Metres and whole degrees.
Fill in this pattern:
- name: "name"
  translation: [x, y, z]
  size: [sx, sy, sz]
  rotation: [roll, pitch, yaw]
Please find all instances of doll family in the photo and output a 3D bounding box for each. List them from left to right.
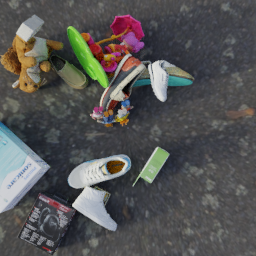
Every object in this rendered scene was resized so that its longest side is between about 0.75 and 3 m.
- name: "doll family"
  translation: [-0.564, -0.406, 10.781]
  size: [1.697, 1.053, 0.765]
  rotation: [-12, 72, -7]

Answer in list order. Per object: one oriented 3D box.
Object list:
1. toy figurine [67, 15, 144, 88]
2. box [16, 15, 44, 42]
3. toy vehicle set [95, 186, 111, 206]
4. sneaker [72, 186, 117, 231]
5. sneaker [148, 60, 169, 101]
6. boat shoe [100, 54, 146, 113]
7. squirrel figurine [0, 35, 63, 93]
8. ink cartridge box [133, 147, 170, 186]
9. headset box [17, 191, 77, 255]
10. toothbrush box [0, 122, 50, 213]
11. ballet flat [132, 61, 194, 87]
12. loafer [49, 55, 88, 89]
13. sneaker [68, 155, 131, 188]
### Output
- name: "toy figurine"
  translation: [-0.463, -3.157, 10.599]
  size: [2.603, 2.123, 2.828]
  rotation: [-31, 60, -13]
- name: "box"
  translation: [-2.626, -2.715, 7.572]
  size: [0.334, 0.976, 0.401]
  rotation: [37, 116, -20]
- name: "toy vehicle set"
  translation: [-1.202, 2.882, 10.834]
  size: [0.663, 0.141, 1.067]
  rotation: [27, 84, 3]
- name: "sneaker"
  translation: [-0.989, 2.942, 10.439]
  size: [1.886, 0.695, 1.090]
  rotation: [37, 74, -11]
- name: "sneaker"
  translation: [0.871, -1.252, 7.377]
  size: [0.447, 0.425, 1.112]
  rotation: [-17, 78, 22]
- name: "boat shoe"
  translation: [-0.235, -1.472, 10.422]
  size: [0.802, 0.912, 2.563]
  rotation: [39, 122, 11]
- name: "squirrel figurine"
  translation: [-3.872, -2.502, 10.906]
  size: [2.248, 1.591, 2.098]
  rotation: [23, 108, 35]
- name: "ink cartridge box"
  translation: [0.858, 1.586, 10.598]
  size: [0.516, 0.903, 1.739]
  rotation: [33, 84, 5]
- name: "headset box"
  translation: [-2.921, 3.413, 10.460]
  size: [1.465, 0.760, 1.968]
  rotation: [25, 83, 3]
- name: "toothbrush box"
  translation: [-4.815, 1.299, 10.446]
  size: [2.946, 1.257, 2.157]
  rotation: [40, 85, 4]
- name: "ballet flat"
  translation: [1.090, -2.165, 11.013]
  size: [2.980, 1.053, 1.053]
  rotation: [-2, 83, 2]
- name: "loafer"
  translation: [-2.440, -2.236, 11.170]
  size: [1.901, 0.641, 0.723]
  rotation: [34, 85, 4]
- name: "sneaker"
  translation: [-1.115, 1.595, 10.546]
  size: [2.497, 1.009, 0.955]
  rotation: [-21, 85, 0]
